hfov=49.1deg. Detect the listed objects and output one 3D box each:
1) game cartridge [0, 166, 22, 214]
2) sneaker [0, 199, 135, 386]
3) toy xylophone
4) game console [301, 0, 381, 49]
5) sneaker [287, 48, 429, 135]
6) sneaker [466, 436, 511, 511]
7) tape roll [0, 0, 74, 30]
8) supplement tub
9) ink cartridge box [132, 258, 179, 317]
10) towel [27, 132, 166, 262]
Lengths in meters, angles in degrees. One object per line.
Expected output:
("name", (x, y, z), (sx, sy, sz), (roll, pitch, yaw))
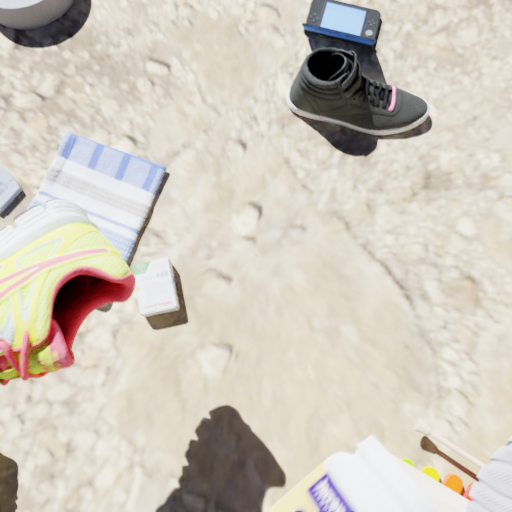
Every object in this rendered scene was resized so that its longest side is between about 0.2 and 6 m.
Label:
("game cartridge", (-4.034, -1.107, 8.534), (0.881, 0.178, 0.587), (37, 82, 9))
("sneaker", (-2.143, 0.665, 4.587), (1.240, 1.074, 2.747), (35, 63, 17))
("toy xylophone", (2.253, 3.096, 7.291), (2.024, 0.509, 1.482), (38, 79, 9))
("game console", (1.384, -3.776, 8.925), (1.184, 0.701, 1.011), (15, 77, 3))
("sneaker", (1.594, -2.462, 8.386), (2.225, 1.103, 0.787), (9, 74, 1))
("sneaker", (2.918, 2.014, 5.478), (0.941, 1.359, 2.426), (26, 83, 38))
("tape roll", (-3.838, -4.603, 9.205), (1.676, 0.554, 1.676), (0, 77, -1))
("supplement tub", (0.630, 2.251, 4.309), (1.518, 1.103, 1.103), (-40, 79, -5))
("ink cartridge box", (-1.437, 0.461, 8.051), (0.539, 0.325, 0.742), (-12, 75, -2))
("towel", (-2.565, -0.595, 8.343), (1.732, 0.281, 2.358), (21, 77, 5))
